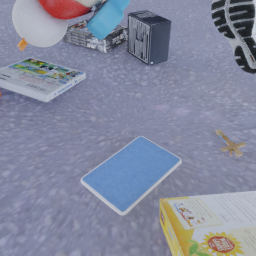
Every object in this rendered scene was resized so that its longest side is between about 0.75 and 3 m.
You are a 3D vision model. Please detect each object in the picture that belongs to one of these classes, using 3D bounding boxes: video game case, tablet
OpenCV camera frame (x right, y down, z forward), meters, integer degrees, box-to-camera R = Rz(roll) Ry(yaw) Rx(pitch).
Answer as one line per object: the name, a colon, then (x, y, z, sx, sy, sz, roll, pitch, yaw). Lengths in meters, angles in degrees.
video game case: (-3.157, -1.770, 9.739, 2.551, 0.281, 2.325, 18, 34, 17)
tablet: (0.121, 1.009, 6.630, 1.404, 0.147, 2.157, 30, 48, 32)

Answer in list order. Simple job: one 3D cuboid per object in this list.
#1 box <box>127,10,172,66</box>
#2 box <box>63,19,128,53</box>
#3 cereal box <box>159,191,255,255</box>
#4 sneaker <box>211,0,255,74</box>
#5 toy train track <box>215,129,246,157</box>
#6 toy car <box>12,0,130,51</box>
box: (0.821, -3.644, 11.317, 1.030, 1.671, 1.658, -20, 43, -24)
box: (-1.464, -4.360, 13.055, 2.506, 0.624, 1.977, 20, 43, 24)
cereal box: (2.146, 1.753, 4.716, 2.913, 0.576, 2.096, -3, 12, -3)
sneaker: (3.096, -2.827, 7.221, 1.115, 2.852, 1.288, 14, 60, 47)
toy train track: (2.638, 0.414, 7.385, 0.669, 0.190, 1.167, -14, 34, -6)
toy car: (-1.619, -2.626, 6.040, 2.422, 2.232, 2.142, -34, 27, 29)
